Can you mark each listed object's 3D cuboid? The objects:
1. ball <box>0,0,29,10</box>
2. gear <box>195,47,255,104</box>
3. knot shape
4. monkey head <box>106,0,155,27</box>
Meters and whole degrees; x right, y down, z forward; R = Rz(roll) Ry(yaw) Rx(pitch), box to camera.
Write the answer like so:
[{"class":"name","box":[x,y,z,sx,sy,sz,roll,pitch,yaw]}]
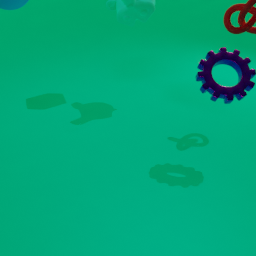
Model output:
[{"class":"ball","box":[-1.905,-2.271,4.357,0.805,0.805,0.805,0,33,0]},{"class":"gear","box":[2.099,-1.136,6.041,1.216,0.225,1.216,0,75,1]},{"class":"knot shape","box":[3.050,-2.719,6.979,1.032,1.102,0.509,35,40,-27]},{"class":"monkey head","box":[0.138,-3.833,8.299,1.948,1.401,1.174,-11,57,19]}]
